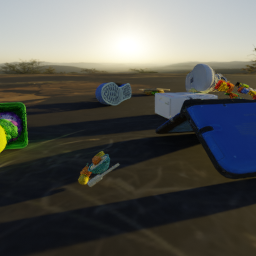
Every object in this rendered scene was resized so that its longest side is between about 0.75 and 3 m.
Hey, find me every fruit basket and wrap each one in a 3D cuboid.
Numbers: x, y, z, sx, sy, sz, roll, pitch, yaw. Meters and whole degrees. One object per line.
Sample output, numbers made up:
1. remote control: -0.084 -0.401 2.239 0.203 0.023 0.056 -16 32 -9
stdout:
1. fruit basket: -2.784 0.045 5.569 1.559 1.125 1.559 -5 -4 0

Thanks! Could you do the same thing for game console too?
1. game console: 2.451 0.293 5.928 2.988 1.768 2.551 -4 45 -15

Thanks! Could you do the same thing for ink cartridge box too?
1. ink cartridge box: 1.929 -0.794 9.537 1.742 0.732 1.268 -4 14 -17

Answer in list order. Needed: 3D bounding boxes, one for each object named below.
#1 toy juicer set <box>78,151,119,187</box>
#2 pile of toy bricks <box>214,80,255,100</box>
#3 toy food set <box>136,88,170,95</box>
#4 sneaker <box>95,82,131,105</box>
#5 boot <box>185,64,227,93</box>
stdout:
1. toy juicer set: -0.501 0.587 4.083 0.581 0.249 0.913 -39 11 -12
2. pile of toy bricks: 3.930 -0.894 9.894 2.132 1.183 1.053 10 37 -28
3. toy food set: 1.415 -2.027 15.879 1.219 0.355 1.766 0 6 -35
4. sneaker: -0.857 -1.509 12.344 1.122 1.010 2.881 -2 7 23
5. boot: 2.946 -1.747 9.995 1.252 0.964 2.620 -2 5 -1
